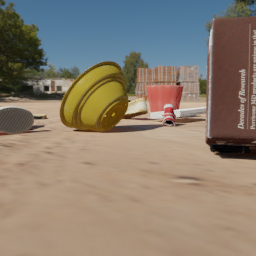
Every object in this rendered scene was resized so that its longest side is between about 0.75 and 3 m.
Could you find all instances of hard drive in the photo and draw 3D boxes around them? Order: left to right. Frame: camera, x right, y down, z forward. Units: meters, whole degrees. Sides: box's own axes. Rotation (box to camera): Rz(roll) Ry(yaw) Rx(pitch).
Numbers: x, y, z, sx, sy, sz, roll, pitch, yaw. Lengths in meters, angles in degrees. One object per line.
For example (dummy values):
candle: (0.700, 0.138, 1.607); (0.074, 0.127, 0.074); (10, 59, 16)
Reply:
hard drive: (2.146, -0.612, 11.413); (1.432, 0.290, 2.172); (-3, 5, 45)

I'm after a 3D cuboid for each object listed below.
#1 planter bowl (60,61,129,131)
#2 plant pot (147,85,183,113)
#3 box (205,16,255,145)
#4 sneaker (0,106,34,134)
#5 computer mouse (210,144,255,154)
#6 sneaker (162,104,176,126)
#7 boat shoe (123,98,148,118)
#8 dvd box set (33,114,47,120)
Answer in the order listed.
planter bowl: (-0.684, -0.616, 7.869); (0.967, 2.322, 2.322); (43, 26, 22)
plant pot: (1.709, -1.222, 13.061); (1.687, 1.493, 1.687); (0, 6, 0)
box: (2.532, -0.637, 4.783); (2.293, 1.883, 1.902); (1, -5, 15)
sneaker: (-3.604, -0.221, 7.413); (1.980, 0.745, 1.035); (-12, 18, -43)
computer mouse: (2.104, 0.407, 4.218); (1.797, 0.306, 0.527); (-2, -6, 43)
sneaker: (1.428, -0.249, 9.684); (0.448, 0.707, 1.257); (-1, -24, 13)
boat shoe: (0.093, -0.874, 12.239); (0.782, 0.734, 2.122); (7, -9, -39)
dvd box set: (-4.162, -0.505, 12.610); (0.834, 0.168, 1.140); (0, 6, -8)
